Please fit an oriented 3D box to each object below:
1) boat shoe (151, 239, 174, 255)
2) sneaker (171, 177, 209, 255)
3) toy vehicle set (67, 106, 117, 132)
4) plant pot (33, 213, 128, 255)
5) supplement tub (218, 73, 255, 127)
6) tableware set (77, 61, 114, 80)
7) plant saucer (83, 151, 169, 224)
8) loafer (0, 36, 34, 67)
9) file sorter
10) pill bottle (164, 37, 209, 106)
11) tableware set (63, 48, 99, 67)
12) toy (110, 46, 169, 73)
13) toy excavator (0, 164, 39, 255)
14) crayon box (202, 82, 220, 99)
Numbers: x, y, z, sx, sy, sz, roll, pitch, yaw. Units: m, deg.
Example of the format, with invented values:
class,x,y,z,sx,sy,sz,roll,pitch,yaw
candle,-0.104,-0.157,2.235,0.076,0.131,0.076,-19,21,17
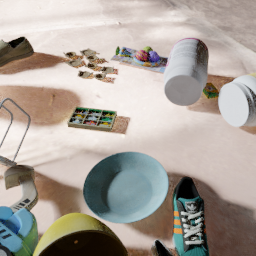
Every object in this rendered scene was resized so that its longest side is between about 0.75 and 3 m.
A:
class,x,y,z,sx,sy,sz,roll,pitch,yaw
boat shoe,0.872,2.977,6.037,0.445,0.396,1.210,-22,46,-23
sneaker,1.430,2.153,6.596,0.792,0.887,2.219,-2,42,-2
toy vehicle set,-1.243,-0.323,9.915,1.562,0.207,0.970,7,42,7
plant pot,-1.069,2.509,5.738,1.866,1.866,1.324,-14,20,-15
supplement tub,4.554,-1.045,9.565,2.413,1.754,1.754,-15,44,-16
tableware set,-1.416,-2.512,12.410,1.560,0.181,1.303,13,43,14
plant saucer,-0.050,1.592,7.464,2.264,0.436,2.264,-5,43,5
loafer,-5.813,-3.555,12.980,2.861,0.977,1.082,-31,50,-30
file sorter,-4.477,-0.120,7.967,2.632,1.827,1.639,13,72,10
pill bottle,2.291,-2.242,10.990,1.640,1.640,2.894,9,42,10
tableware set,-2.262,-3.422,13.424,1.718,0.199,1.435,-19,45,-20
toy,0.688,-3.419,13.062,2.730,0.645,1.572,15,43,18
toy excavator,-2.672,2.180,6.480,2.633,1.353,2.708,26,35,24
crayon box,3.276,-1.501,11.222,0.475,0.233,0.799,-9,42,-10
